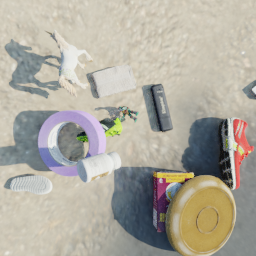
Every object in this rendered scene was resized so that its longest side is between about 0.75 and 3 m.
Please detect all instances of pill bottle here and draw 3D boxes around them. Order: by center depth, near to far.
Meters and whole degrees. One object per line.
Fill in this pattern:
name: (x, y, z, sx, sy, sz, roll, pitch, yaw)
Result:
pill bottle: (-0.881, 1.168, 8.689, 1.260, 0.720, 0.720, -16, 82, -34)

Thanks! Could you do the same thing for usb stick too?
usb stick: (1.329, -0.789, 11.029, 0.536, 0.315, 1.932, -12, 83, -1)

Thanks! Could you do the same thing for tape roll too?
tape roll: (-2.050, 0.539, 10.291, 2.377, 0.780, 2.377, 1, 95, 13)

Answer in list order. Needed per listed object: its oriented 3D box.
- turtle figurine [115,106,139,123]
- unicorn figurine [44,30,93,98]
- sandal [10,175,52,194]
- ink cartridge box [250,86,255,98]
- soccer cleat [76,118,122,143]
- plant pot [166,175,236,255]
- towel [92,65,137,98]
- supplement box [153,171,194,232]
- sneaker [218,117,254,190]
turtle figurine: (-0.096, -0.602, 10.759, 1.003, 0.751, 0.505, 22, 60, 15)
unicorn figurine: (-2.121, -2.473, 10.247, 0.896, 1.666, 2.426, -24, 59, 31)
sandal: (-3.618, 2.149, 10.626, 1.728, 0.425, 0.703, 4, 67, 13)
ink cartridge box: (5.392, -1.590, 11.182, 0.902, 0.227, 0.492, -37, 84, -6)
soccer cleat: (-1.118, 0.085, 10.842, 1.798, 0.607, 0.729, -13, 63, -1)
plant pot: (2.711, 3.185, 9.850, 2.997, 0.412, 2.997, -2, 94, -22)
towel: (-0.534, -1.872, 11.189, 1.622, 0.280, 1.075, -17, 82, -2)
supplement box: (1.629, 2.622, 10.203, 1.348, 1.063, 2.059, 0, 83, -2)
sneaker: (4.122, 0.945, 10.471, 1.157, 1.049, 2.724, 3, 83, -4)
